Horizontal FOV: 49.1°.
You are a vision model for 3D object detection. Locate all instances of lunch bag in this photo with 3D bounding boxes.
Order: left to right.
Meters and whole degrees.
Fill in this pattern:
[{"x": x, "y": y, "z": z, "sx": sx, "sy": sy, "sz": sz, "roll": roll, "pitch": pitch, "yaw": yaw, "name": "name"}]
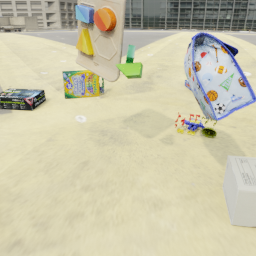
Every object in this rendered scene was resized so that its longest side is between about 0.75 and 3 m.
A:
[{"x": 1.866, "y": -1.150, "z": 6.166, "sx": 1.091, "sy": 1.762, "sz": 1.498, "roll": -29, "pitch": -2, "yaw": 6, "name": "lunch bag"}]

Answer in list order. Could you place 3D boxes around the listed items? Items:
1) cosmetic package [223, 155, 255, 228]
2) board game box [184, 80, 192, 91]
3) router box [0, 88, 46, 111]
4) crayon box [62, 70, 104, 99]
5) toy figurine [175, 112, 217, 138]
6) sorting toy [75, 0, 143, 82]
[{"x": 3.586, "y": 1.429, "z": 6.045, "sx": 2.723, "sy": 0.995, "sz": 1.410, "roll": 4, "pitch": 25, "yaw": 10, "name": "cosmetic package"}, {"x": 4.224, "y": -2.297, "z": 15.066, "sx": 2.002, "sy": 0.345, "sz": 1.355, "roll": -4, "pitch": 25, "yaw": -9, "name": "board game box"}, {"x": -4.847, "y": -1.310, "z": 12.615, "sx": 1.831, "sy": 0.569, "sz": 1.372, "roll": 4, "pitch": 25, "yaw": 8, "name": "router box"}, {"x": -2.112, "y": -2.157, "z": 13.640, "sx": 2.015, "sy": 1.267, "sz": 0.520, "roll": -7, "pitch": 25, "yaw": -14, "name": "crayon box"}, {"x": 2.492, "y": -0.206, "z": 10.018, "sx": 1.479, "sy": 0.780, "sz": 0.886, "roll": 11, "pitch": 21, "yaw": 21, "name": "toy figurine"}, {"x": -0.515, "y": -2.149, "z": 6.516, "sx": 0.403, "sy": 2.026, "sz": 2.741, "roll": -14, "pitch": 35, "yaw": -38, "name": "sorting toy"}]
